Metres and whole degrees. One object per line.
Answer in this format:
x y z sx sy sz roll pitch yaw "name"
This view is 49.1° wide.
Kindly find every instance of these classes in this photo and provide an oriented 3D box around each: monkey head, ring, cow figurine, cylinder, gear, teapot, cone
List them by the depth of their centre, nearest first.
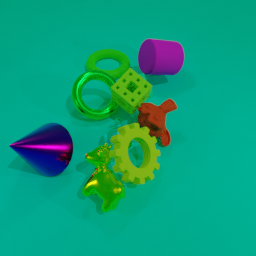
-0.526 1.151 6.799 1.389 0.763 1.367 35 97 21 "cow figurine"
-2.347 0.480 6.838 1.446 1.452 1.446 -3 82 22 "cone"
0.202 0.646 7.078 0.279 1.508 1.508 -17 33 46 "gear"
-0.264 0.316 7.748 0.907 0.714 1.459 -13 51 14 "teapot"
0.864 -0.302 8.154 1.146 0.960 1.593 -29 62 -10 "monkey head"
-0.969 -1.033 8.689 1.564 0.313 1.564 2 84 -19 "ring"
1.084 -2.335 9.304 1.130 1.130 1.130 -5 47 -29 "cylinder"
0.317 -1.337 9.343 0.790 0.943 1.311 -8 57 40 "monkey head"
-0.729 -2.380 10.337 1.625 0.325 1.625 1 50 -1 "ring"

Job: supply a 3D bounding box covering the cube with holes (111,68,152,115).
0.085 -1.059 8.306 0.842 0.842 0.842 40 77 8 "cube with holes"
